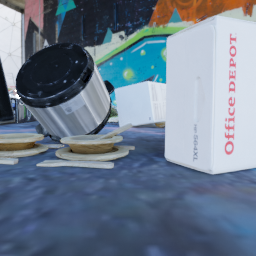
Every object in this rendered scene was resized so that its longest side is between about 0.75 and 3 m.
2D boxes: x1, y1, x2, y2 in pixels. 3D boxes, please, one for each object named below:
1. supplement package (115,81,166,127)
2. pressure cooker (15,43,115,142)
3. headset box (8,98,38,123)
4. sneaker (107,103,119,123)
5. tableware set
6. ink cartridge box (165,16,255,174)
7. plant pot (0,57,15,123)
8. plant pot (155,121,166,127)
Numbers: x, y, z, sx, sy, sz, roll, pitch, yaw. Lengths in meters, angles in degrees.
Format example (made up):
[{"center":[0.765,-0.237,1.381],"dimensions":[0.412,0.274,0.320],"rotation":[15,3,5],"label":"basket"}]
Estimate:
[{"center":[0.642,-0.794,9.732],"dimensions":[1.343,1.333,1.769],"rotation":[-8,-1,33],"label":"supplement package"},{"center":[-1.138,-0.538,5.429],"dimensions":[1.508,1.531,1.714],"rotation":[0,-34,17],"label":"pressure cooker"},{"center":[-5.170,-0.803,12.500],"dimensions":[2.004,1.067,2.301],"rotation":[1,5,12],"label":"headset box"},{"center":[-0.935,-0.733,12.067],"dimensions":[2.240,0.993,0.861],"rotation":[-2,5,-18],"label":"sneaker"},{"center":[-1.146,0.176,4.202],"dimensions":[2.334,0.468,1.543],"rotation":[1,5,11],"label":"tableware set"},{"center":[1.682,-0.396,3.775],"dimensions":[2.296,1.676,0.968],"rotation":[-2,5,-26],"label":"ink cartridge box"},{"center":[-5.970,-1.257,9.682],"dimensions":[2.510,2.830,2.823],"rotation":[-13,4,3],"label":"plant pot"},{"center":[1.511,-0.171,9.250],"dimensions":[1.250,0.172,1.250],"rotation":[-9,-2,0],"label":"plant pot"}]
